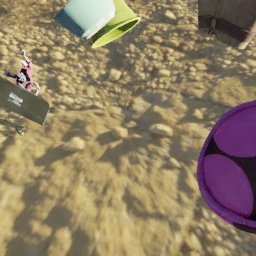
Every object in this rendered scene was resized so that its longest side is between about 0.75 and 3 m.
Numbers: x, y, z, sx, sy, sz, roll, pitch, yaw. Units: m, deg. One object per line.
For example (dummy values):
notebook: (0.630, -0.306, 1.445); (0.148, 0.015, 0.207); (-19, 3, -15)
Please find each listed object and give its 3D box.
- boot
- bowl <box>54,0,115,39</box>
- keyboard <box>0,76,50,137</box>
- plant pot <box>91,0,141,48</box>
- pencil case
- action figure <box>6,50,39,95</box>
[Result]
boot: (2.892, -2.790, 6.348); (2.772, 2.027, 0.974); (34, 45, 30)
bowl: (-0.675, -2.024, 4.971); (1.137, 0.595, 1.137); (-36, 18, 13)
keyboard: (-2.035, -0.368, 4.890); (0.135, 1.307, 0.830); (-13, 56, 46)
plant pot: (-0.531, -2.582, 6.088); (1.232, 1.232, 1.170); (-33, 100, -25)
pencil case: (1.903, 0.609, 2.991); (1.224, 2.698, 1.264); (7, 75, 44)
action figure: (-2.039, -1.108, 5.671); (0.606, 0.674, 0.905); (-45, 31, 17)
